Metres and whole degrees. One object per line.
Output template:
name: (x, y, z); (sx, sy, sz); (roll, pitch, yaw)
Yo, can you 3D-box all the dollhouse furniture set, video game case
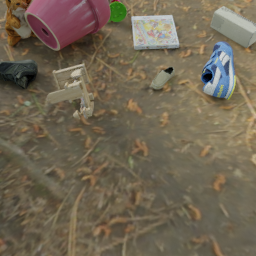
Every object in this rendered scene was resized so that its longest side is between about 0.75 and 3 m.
dollhouse furniture set: (-1.853, -1.087, 9.123); (1.137, 1.331, 2.569); (-15, 25, 1)
video game case: (1.159, -4.252, 12.354); (1.896, 0.238, 2.083); (-3, 56, -2)

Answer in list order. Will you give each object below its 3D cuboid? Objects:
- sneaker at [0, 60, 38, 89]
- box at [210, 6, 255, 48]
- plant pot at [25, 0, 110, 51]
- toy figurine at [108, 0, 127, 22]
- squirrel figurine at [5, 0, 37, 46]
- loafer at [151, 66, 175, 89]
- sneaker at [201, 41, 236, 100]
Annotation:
sneaker: (-4.350, -1.965, 10.520); (1.879, 0.718, 1.076); (-8, 52, -10)
box: (4.614, -4.375, 12.100); (0.685, 0.824, 2.005); (-37, 65, -22)
plant pot: (-2.540, -4.599, 11.152); (2.811, 2.811, 2.516); (34, 72, 21)
toy figurine: (-0.676, -5.521, 13.041); (1.193, 0.896, 1.098); (-22, 41, 14)
squirrel figurine: (-4.643, -5.002, 11.748); (1.570, 2.071, 2.219); (-16, 57, -10)
loafer: (1.334, -1.955, 10.687); (0.478, 0.431, 1.263); (35, 63, 21)
sneaker: (3.348, -2.298, 10.601); (1.112, 1.000, 2.704); (4, 55, 5)
